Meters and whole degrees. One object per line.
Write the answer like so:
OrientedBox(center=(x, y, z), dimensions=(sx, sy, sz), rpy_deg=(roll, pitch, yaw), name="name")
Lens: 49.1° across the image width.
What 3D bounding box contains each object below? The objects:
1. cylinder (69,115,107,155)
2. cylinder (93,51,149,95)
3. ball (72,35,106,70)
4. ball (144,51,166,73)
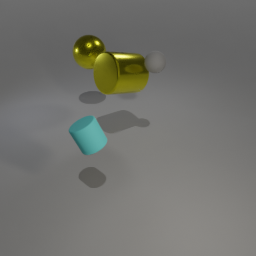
OrientedBox(center=(-0.960, 0.172, 6.760), dimensions=(0.700, 0.700, 0.700), rpy_deg=(-22, 27, 12), name="cylinder")
OrientedBox(center=(-0.237, -1.877, 9.613), dimensions=(1.400, 1.400, 1.400), rpy_deg=(-10, 30, -41), name="cylinder")
OrientedBox(center=(-1.598, -3.146, 11.654), dimensions=(1.400, 1.400, 1.400), rpy_deg=(0, 31, 0), name="ball")
OrientedBox(center=(0.871, -2.108, 8.971), dimensions=(0.700, 0.700, 0.700), rpy_deg=(0, 31, 0), name="ball")
